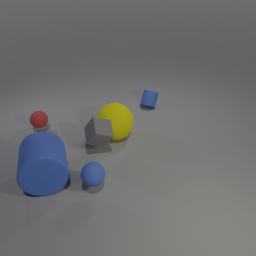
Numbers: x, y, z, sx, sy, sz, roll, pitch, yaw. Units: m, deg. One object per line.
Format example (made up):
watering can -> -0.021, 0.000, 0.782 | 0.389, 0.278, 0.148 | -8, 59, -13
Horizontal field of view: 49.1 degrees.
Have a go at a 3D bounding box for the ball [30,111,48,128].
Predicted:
ball -> -3.528, -0.341, 11.108 | 0.700, 0.700, 0.700 | 0, 30, 0

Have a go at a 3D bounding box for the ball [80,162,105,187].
ball -> -0.984, 1.298, 7.874 | 0.700, 0.700, 0.700 | 0, 30, 0

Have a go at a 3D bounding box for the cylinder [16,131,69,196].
cylinder -> -2.528, 1.034, 8.324 | 1.400, 1.400, 1.400 | -8, 32, -14

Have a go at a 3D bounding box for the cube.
cube -> -0.984, 0.134, 9.446 | 0.700, 0.700, 0.700 | 11, 51, -33

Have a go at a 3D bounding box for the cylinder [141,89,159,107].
cylinder -> 1.007, -1.384, 13.049 | 0.700, 0.700, 0.700 | 13, 9, -2

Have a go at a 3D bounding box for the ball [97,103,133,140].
ball -> -0.502, -0.242, 10.570 | 1.400, 1.400, 1.400 | 0, 30, 0
